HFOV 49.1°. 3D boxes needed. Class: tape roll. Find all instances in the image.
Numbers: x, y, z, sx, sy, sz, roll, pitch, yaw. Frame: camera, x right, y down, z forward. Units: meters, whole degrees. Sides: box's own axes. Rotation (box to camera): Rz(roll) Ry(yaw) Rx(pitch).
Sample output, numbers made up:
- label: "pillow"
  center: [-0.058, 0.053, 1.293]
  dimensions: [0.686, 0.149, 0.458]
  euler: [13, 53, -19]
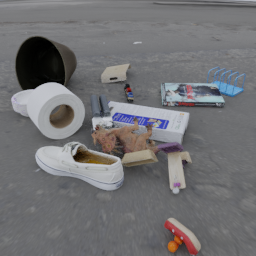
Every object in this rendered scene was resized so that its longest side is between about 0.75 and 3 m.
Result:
- label: "tape roll"
  center: [-2.252, -0.542, 8.748]
  dimensions: [1.525, 1.525, 1.047]
  euler: [-20, 36, -30]

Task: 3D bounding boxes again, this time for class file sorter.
- label: "file sorter"
  center: [4.148, -2.010, 11.914]
  dimensions: [0.925, 0.818, 1.333]
  euler: [-25, 39, -36]

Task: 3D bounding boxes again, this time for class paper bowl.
- label: "paper bowl"
  center: [-3.499, -0.866, 10.134]
  dimensions: [1.259, 0.655, 1.259]
  euler: [1, 31, 0]

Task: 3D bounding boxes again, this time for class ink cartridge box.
- label: "ink cartridge box"
  center: [0.481, -0.232, 9.219]
  dimensions: [2.886, 0.535, 1.367]
  euler: [12, 33, 14]

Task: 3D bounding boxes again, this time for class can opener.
- label: "can opener"
  center: [-0.850, -0.317, 8.810]
  dimensions: [0.612, 0.773, 2.325]
  euler: [-3, 36, -11]

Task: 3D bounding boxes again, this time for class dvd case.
- label: "dvd case"
  center: [2.530, -1.353, 11.270]
  dimensions: [2.335, 0.257, 1.704]
  euler: [1, 33, 5]

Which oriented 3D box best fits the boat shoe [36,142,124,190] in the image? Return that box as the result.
- label: "boat shoe"
  center: [-1.299, 0.763, 7.149]
  dimensions: [2.579, 0.900, 0.914]
  euler: [16, 34, 24]

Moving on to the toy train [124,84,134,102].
- label: "toy train"
  center: [0.040, -1.460, 11.413]
  dimensions: [0.257, 0.345, 1.507]
  euler: [4, 29, -10]

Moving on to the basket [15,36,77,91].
- label: "basket"
  center: [-3.187, -2.562, 11.670]
  dimensions: [1.912, 2.536, 2.812]
  euler: [1, 20, 2]

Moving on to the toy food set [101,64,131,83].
- label: "toy food set"
  center: [-0.522, -2.562, 13.284]
  dimensions: [1.169, 0.492, 1.630]
  euler: [-6, 28, 13]

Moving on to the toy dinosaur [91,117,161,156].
- label: "toy dinosaur"
  center: [0.057, 0.479, 7.769]
  dimensions: [2.085, 0.895, 1.413]
  euler: [25, 46, 7]

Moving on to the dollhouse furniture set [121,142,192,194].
- label: "dollhouse furniture set"
  center: [0.745, 1.195, 7.214]
  dimensions: [1.626, 1.288, 1.154]
  euler: [-12, 68, 23]

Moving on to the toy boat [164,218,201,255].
- label: "toy boat"
  center: [0.972, 2.146, 5.352]
  dimensions: [0.798, 0.521, 0.522]
  euler: [30, 72, 41]
